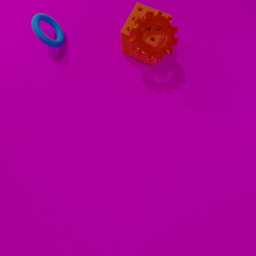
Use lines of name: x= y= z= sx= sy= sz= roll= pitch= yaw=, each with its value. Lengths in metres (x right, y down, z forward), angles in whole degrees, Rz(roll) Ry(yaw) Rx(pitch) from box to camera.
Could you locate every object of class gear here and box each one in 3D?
gear: x=0.667 y=-2.364 z=7.280 sx=1.263 sy=0.234 sz=1.263 roll=0 pitch=89 yaw=-1

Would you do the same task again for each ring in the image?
ring: x=-2.318 y=-2.848 z=8.206 sx=0.217 sy=1.083 sz=1.083 roll=-26 pitch=69 yaw=34

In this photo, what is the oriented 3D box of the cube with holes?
cube with holes: x=0.510 y=-2.663 z=8.045 sx=1.054 sy=1.054 sz=1.054 roll=25 pitch=76 yaw=8
